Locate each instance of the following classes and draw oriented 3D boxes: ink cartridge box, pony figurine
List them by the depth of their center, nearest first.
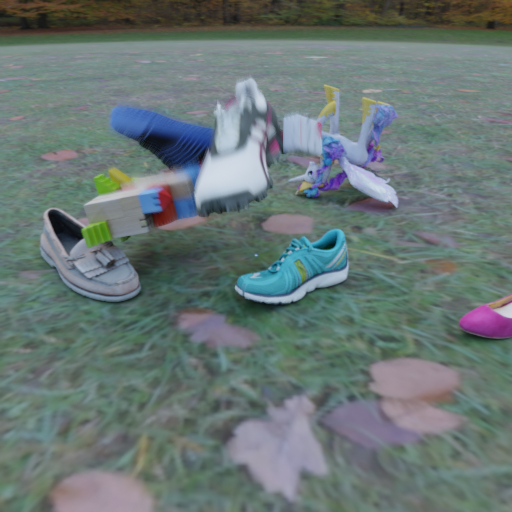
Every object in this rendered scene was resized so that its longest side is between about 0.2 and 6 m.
[{"bbox_3d":[0.833,-2.143,10.044,0.336,0.585,0.806,0,0,38],"label":"ink cartridge box"},{"bbox_3d":[2.215,-2.325,12.860,2.468,2.556,2.129,16,19,-4],"label":"pony figurine"}]

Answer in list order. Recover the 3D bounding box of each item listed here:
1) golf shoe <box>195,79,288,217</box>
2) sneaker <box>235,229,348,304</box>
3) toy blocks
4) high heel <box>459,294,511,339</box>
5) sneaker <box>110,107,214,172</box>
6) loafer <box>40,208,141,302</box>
[{"bbox_3d":[-0.389,-1.744,9.116,1.254,1.431,3.248,-10,30,19],"label":"golf shoe"},{"bbox_3d":[0.594,0.136,9.096,2.237,0.891,0.867,-20,33,-33],"label":"sneaker"},{"bbox_3d":[-1.731,-0.960,9.678,1.708,1.249,2.499,-9,18,12],"label":"toy blocks"},{"bbox_3d":[3.844,0.598,8.100,1.962,0.941,0.661,-6,27,-12],"label":"high heel"},{"bbox_3d":[-1.589,-2.028,10.497,2.515,0.980,0.882,8,25,-35],"label":"sneaker"},{"bbox_3d":[-2.960,-0.067,9.534,0.975,0.853,2.713,-23,35,-38],"label":"loafer"}]
